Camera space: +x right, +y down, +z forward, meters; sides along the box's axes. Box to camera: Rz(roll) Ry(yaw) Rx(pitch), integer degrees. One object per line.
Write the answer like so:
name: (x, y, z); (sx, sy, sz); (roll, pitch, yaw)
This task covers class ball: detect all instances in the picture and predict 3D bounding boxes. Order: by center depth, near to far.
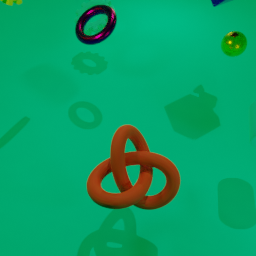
ball: (3.050, -2.417, 8.068); (0.720, 0.720, 0.720); (0, 53, 0)

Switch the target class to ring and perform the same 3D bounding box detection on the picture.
ring: (-0.927, -2.957, 8.008); (1.318, 0.264, 1.318); (-9, 67, 20)

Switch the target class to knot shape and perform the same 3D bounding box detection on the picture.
knot shape: (0.100, 0.786, 5.842); (1.883, 0.870, 1.762); (3, 69, -16)

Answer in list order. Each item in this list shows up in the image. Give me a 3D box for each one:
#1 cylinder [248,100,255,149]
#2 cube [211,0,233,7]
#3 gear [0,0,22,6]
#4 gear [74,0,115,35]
cylinder: (3.287, -0.080, 6.412); (0.959, 0.959, 0.959); (8, 61, 6)
cube: (2.839, -4.122, 7.377); (1.167, 1.167, 1.167); (-26, 98, -19)
gear: (-2.887, -3.708, 6.904); (0.230, 1.242, 1.242); (28, 58, 19)
gear: (-1.204, -4.045, 10.111); (1.478, 0.273, 1.478); (-6, 69, 15)
